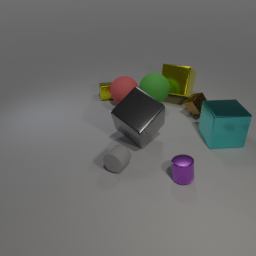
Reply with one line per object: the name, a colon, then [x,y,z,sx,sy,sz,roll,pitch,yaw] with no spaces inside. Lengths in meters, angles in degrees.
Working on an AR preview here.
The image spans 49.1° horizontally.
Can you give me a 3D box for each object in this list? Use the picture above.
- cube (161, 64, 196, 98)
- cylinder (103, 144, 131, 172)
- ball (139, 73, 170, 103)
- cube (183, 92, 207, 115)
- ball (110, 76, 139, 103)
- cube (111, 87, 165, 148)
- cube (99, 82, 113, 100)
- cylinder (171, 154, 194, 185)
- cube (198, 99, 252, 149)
cube: [2.479,-2.331,13.985,1.400,1.400,1.400,13,7,24]
cylinder: [-0.353,1.011,9.381,0.700,0.700,0.700,15,31,23]
ball: [1.192,-1.799,12.771,1.400,1.400,1.400,0,31,0]
cube: [3.051,-1.078,12.491,0.700,0.700,0.700,-40,14,-18]
ball: [-0.168,-1.822,13.607,1.400,1.400,1.400,0,31,0]
cube: [0.403,-0.372,10.376,1.400,1.400,1.400,37,74,20]
cube: [-1.099,-1.911,14.382,0.700,0.700,0.700,-7,25,-9]
cylinder: [1.752,1.314,8.922,0.700,0.700,0.700,-6,26,3]
cube: [3.676,-0.176,10.833,1.400,1.400,1.400,-3,31,-4]
